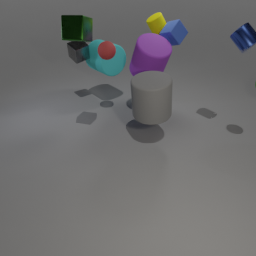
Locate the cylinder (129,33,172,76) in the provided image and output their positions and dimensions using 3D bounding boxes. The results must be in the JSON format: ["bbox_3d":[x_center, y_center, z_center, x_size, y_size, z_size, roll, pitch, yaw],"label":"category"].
[{"bbox_3d":[0.872,-2.756,11.116,1.400,1.400,1.400,7,55,-10],"label":"cylinder"}]

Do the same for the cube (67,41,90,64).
[{"bbox_3d":[-2.165,-3.374,12.268,0.700,0.700,0.700,-30,56,-25],"label":"cube"}]

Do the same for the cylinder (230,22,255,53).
[{"bbox_3d":[3.846,-2.954,9.187,0.700,0.700,0.700,-31,84,-41],"label":"cylinder"}]

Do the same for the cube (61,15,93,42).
[{"bbox_3d":[-1.521,-2.973,8.406,0.700,0.700,0.700,7,16,17],"label":"cube"}]

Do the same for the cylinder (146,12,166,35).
[{"bbox_3d":[1.227,-4.333,11.729,0.700,0.700,0.700,-25,35,19],"label":"cylinder"}]

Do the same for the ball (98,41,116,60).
[{"bbox_3d":[-0.812,-2.965,10.712,0.700,0.700,0.700,0,31,0],"label":"ball"}]

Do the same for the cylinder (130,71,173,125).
[{"bbox_3d":[0.823,-1.057,9.717,1.400,1.400,1.400,-3,37,2],"label":"cylinder"}]

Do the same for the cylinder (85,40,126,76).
[{"bbox_3d":[-1.034,-3.215,12.804,1.400,1.400,1.400,-22,36,-32],"label":"cylinder"}]

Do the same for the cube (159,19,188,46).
[{"bbox_3d":[1.846,-3.831,11.309,0.700,0.700,0.700,-56,33,-12],"label":"cube"}]
